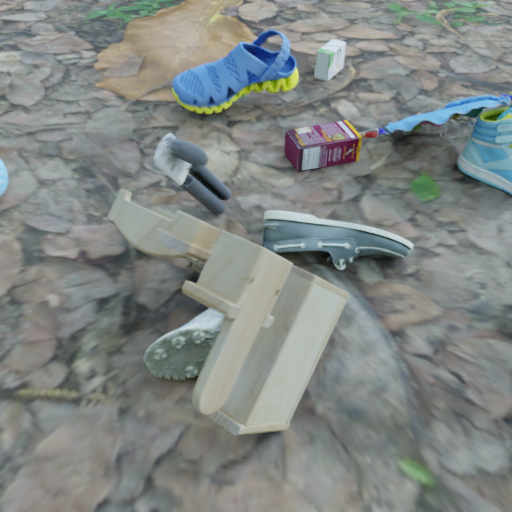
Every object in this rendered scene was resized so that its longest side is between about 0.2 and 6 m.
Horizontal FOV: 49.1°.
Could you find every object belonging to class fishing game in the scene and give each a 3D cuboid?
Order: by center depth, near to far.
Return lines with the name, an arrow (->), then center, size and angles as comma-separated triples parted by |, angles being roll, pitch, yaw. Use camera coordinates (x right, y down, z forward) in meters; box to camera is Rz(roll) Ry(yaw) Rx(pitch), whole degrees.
fishing game -> 3.608, -2.597, 10.731 | 3.410, 0.530, 2.442 | -15, 13, -1

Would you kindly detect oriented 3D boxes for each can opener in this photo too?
can opener -> -0.859, -1.210, 8.720 | 0.666, 1.991, 0.531 | 15, 77, 31

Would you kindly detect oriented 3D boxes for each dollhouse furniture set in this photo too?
dollhouse furniture set -> -1.034, 0.422, 6.734 | 3.651, 3.114, 1.783 | 24, 88, 30

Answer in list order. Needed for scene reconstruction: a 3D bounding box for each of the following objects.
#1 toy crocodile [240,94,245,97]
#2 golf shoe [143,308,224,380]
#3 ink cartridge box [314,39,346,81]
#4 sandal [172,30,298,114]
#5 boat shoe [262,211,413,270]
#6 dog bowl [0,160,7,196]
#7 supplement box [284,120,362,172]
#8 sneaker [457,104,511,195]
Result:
toy crocodile -> -0.992, -3.720, 12.446 | 1.508, 0.509, 0.466 | 8, 28, -7
golf shoe -> -0.621, 1.023, 7.268 | 1.724, 0.675, 0.838 | -20, 18, -10
ink cartridge box -> 1.807, -4.783, 13.669 | 0.390, 0.673, 0.929 | 22, 46, 22
sandal -> -0.394, -3.928, 11.692 | 2.946, 1.282, 1.171 | -25, 68, -19
boat shoe -> 1.208, -0.154, 8.612 | 2.310, 0.841, 0.714 | 11, 86, 2
dog bowl -> -5.240, -1.444, 9.528 | 2.075, 1.157, 0.514 | 12, 23, 4
supplement box -> 1.268, -2.110, 10.739 | 1.302, 0.558, 0.718 | -12, 43, -14
sneaker -> 4.719, -1.820, 9.742 | 2.226, 1.453, 0.885 | 27, 47, 26
